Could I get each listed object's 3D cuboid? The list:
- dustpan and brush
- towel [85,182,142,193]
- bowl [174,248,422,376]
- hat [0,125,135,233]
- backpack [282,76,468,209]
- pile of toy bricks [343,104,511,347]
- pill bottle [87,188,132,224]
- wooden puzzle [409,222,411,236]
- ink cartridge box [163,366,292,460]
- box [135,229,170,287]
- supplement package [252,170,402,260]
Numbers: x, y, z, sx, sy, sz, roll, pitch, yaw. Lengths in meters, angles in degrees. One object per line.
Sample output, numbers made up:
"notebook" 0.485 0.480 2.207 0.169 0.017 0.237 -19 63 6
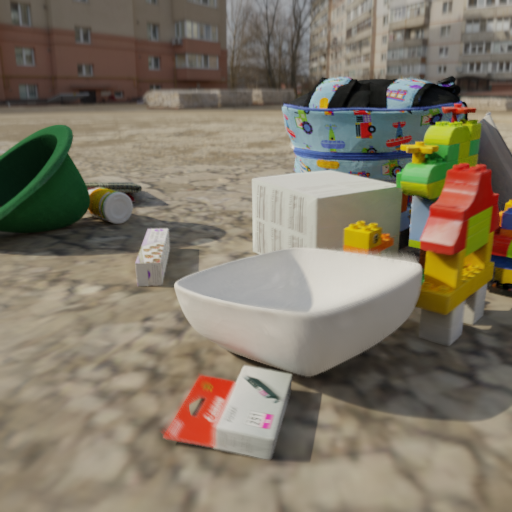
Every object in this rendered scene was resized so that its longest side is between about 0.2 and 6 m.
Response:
"dustpan and brush" 4.879 -1.556 11.427 0.889 2.168 3.106 -25 -7 -7
"towel" -3.545 -1.481 12.539 1.836 0.317 1.768 -2 9 -18
"bowl" 0.431 0.511 5.562 1.997 0.746 1.995 -15 16 -43
"hat" -3.500 -0.671 10.375 2.525 2.684 3.049 22 65 47
"backpack" 2.357 -2.233 11.235 3.636 2.679 3.982 6 18 17
"pile of toy bricks" 2.594 -0.852 7.556 2.581 2.296 4.652 14 22 37
"pill bottle" -2.908 -0.994 10.805 0.600 0.600 1.080 -16 23 -40
"wooden puzzle" 2.190 -0.486 9.994 1.841 0.129 1.092 -12 21 -34
"ink cartridge box" -0.191 1.194 4.523 0.834 0.209 0.961 9 19 9
"box" -1.484 -0.013 8.158 0.339 0.363 1.754 -1 19 -5
"supplement package" 1.000 -0.524 8.330 1.565 1.204 1.637 -11 21 -30
